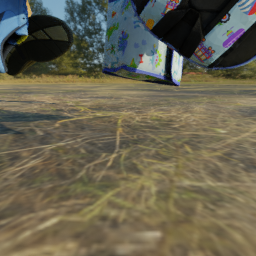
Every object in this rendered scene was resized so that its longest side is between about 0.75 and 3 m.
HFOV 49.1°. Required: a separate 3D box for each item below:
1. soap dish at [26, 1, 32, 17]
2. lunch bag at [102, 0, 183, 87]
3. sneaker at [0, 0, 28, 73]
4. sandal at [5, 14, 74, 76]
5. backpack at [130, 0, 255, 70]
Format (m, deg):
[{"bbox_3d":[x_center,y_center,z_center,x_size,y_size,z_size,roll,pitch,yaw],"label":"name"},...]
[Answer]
[{"bbox_3d":[-3.522,-3.835,8.513,1.155,0.908,0.469,24,57,23],"label":"soap dish"},{"bbox_3d":[0.595,-2.025,6.719,2.129,1.810,1.356,5,3,-39],"label":"lunch bag"},{"bbox_3d":[-2.065,-2.069,4.928,0.972,2.478,0.817,19,-17,-8],"label":"sneaker"},{"bbox_3d":[-2.323,-2.055,6.899,2.631,1.045,0.751,-9,22,37],"label":"sandal"},{"bbox_3d":[1.489,-2.465,4.146,2.629,2.880,1.937,32,23,-8],"label":"backpack"}]
